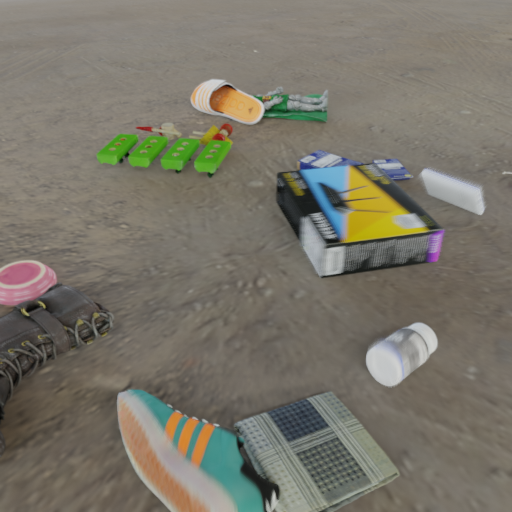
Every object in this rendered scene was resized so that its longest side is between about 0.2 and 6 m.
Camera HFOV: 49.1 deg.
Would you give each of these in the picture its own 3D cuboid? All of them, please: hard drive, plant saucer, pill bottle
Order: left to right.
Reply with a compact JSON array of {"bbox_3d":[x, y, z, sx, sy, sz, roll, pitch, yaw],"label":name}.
[{"bbox_3d":[-3.639,0.372,8.692,1.003,0.254,1.003,0,34,0],"label":"plant saucer"},{"bbox_3d":[1.865,1.220,7.103,0.907,0.516,0.516,-23,39,-37],"label":"pill bottle"},{"bbox_3d":[3.748,-1.227,10.676,1.144,0.755,0.145,32,79,39],"label":"hard drive"}]

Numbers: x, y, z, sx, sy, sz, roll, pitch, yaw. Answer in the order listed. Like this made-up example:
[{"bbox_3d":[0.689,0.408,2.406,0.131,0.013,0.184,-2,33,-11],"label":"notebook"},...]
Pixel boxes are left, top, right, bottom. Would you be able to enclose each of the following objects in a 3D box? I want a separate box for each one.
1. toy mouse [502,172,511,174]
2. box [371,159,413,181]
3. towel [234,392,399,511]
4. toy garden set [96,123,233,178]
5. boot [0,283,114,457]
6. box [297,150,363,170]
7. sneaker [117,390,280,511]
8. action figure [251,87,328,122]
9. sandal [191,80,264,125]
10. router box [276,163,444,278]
[{"bbox_3d":[5.854,-1.411,11.411,1.562,0.302,1.388,10,34,15],"label":"toy mouse"},{"bbox_3d":[2.954,-1.846,12.216,0.606,0.162,1.000,-4,32,-6],"label":"box"},{"bbox_3d":[0.619,2.130,6.053,1.330,0.239,1.381,-12,32,-23],"label":"towel"},{"bbox_3d":[-1.888,-2.446,12.870,2.691,0.537,2.243,7,35,12],"label":"toy garden set"},{"bbox_3d":[-2.772,1.189,6.829,2.264,0.900,2.601,-24,38,-32],"label":"boot"},{"bbox_3d":[1.707,-1.946,12.307,1.415,0.229,0.857,24,40,35],"label":"box"},{"bbox_3d":[-0.654,2.038,5.752,0.853,0.762,2.135,-13,33,-40],"label":"sneaker"},{"bbox_3d":[0.612,-4.183,15.413,2.699,0.738,1.594,1,36,7],"label":"action figure"},{"bbox_3d":[-0.887,-4.279,15.102,2.529,0.969,0.725,26,1,33],"label":"sandal"},{"bbox_3d":[1.690,-0.748,9.995,2.069,0.708,2.773,-7,34,-11],"label":"router box"}]
